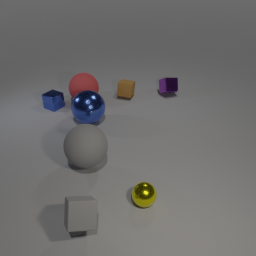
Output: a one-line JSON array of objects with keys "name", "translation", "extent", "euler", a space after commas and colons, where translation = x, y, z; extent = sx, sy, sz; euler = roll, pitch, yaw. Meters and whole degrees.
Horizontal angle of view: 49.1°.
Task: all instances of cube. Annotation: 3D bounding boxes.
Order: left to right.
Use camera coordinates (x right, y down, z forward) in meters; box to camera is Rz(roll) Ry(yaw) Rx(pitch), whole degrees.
[{"name": "cube", "translation": [-3.417, -1.264, 12.837], "extent": [0.700, 0.700, 0.700], "euler": [19, 37, 28]}, {"name": "cube", "translation": [-1.167, 2.077, 6.863], "extent": [0.700, 0.700, 0.700], "euler": [2, -4, -19]}, {"name": "cube", "translation": [-0.084, -1.932, 13.682], "extent": [0.700, 0.700, 0.700], "euler": [11, 24, 12]}, {"name": "cube", "translation": [1.999, -2.102, 13.876], "extent": [0.700, 0.700, 0.700], "euler": [-4, 3, -22]}]

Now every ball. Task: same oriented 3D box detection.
[{"name": "ball", "translation": [-2.067, -1.883, 13.138], "extent": [1.400, 1.400, 1.400], "euler": [0, 32, 0]}, {"name": "ball", "translation": [-1.339, 0.565, 8.912], "extent": [1.400, 1.400, 1.400], "euler": [0, 32, 0]}, {"name": "ball", "translation": [-1.629, -0.856, 11.515], "extent": [1.400, 1.400, 1.400], "euler": [0, 32, 0]}, {"name": "ball", "translation": [0.456, 1.856, 7.840], "extent": [0.700, 0.700, 0.700], "euler": [0, 32, 0]}]
